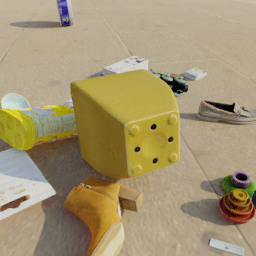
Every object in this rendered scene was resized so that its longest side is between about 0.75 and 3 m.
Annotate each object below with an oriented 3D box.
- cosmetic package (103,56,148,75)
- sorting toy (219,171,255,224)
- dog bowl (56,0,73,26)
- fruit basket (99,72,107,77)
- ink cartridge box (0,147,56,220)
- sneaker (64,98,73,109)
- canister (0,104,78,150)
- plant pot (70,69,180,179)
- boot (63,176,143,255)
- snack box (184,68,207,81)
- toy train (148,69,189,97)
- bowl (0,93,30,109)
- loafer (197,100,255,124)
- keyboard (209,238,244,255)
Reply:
[{"bbox_3d":[-0.093,-3.337,15.737,1.095,0.672,2.654,24,40,33],"label":"cosmetic package"},{"bbox_3d":[3.220,1.755,7.802,1.172,0.801,1.950,12,34,17],"label":"sorting toy"},{"bbox_3d":[-5.669,-10.593,24.934,1.089,2.764,2.764,-11,35,-13],"label":"dog bowl"},{"bbox_3d":[-0.391,-0.763,10.150,2.153,1.994,1.009,30,45,29],"label":"fruit basket"},{"bbox_3d":[-3.598,1.711,8.091,2.169,0.671,2.675,-22,43,-33],"label":"ink cartridge box"},{"bbox_3d":[-1.868,-0.621,11.570,2.047,0.796,1.432,0,33,17],"label":"sneaker"},{"bbox_3d":[-3.043,-0.141,9.957,1.839,1.072,2.477,23,23,34],"label":"canister"},{"bbox_3d":[0.110,0.003,8.362,2.704,2.722,2.785,-15,27,-21],"label":"plant pot"},{"bbox_3d":[-0.917,2.271,7.098,1.872,0.920,2.615,8,31,24],"label":"boot"},{"bbox_3d":[3.747,-2.984,15.509,0.972,0.329,0.819,-26,42,-31],"label":"snack box"},{"bbox_3d":[1.729,-2.242,13.541,2.377,1.013,1.355,11,27,-8],"label":"toy train"},{"bbox_3d":[-4.786,-0.755,11.653,0.663,1.232,1.232,-30,13,38],"label":"bowl"},{"bbox_3d":[4.196,-0.709,11.587,2.517,0.791,0.905,3,33,5],"label":"loafer"},{"bbox_3d":[2.389,2.886,6.781,0.792,0.042,0.223,11,40,17],"label":"keyboard"}]
